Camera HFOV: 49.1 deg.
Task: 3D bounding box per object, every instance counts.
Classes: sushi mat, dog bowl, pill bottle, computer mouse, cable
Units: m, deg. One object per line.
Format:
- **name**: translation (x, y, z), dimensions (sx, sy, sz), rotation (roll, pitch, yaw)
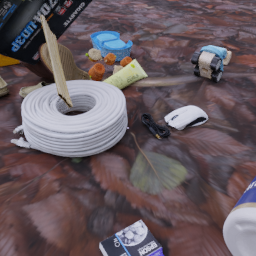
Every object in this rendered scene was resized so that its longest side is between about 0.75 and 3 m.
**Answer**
- **sushi mat**: translation (-1.744, -1.593, 6.843), dimensions (0.127, 1.005, 2.101), rotation (-16, 77, 1)
- **dog bowl**: translation (-0.772, -3.744, 12.755), dimensions (1.383, 0.615, 2.481), rotation (-19, 42, -23)
- **pill bottle**: translation (3.120, 1.377, 5.276), dimensions (1.563, 1.563, 2.814), rotation (28, 46, 32)
- **computer mouse**: translation (1.509, -0.314, 8.409), dimensions (2.045, 0.449, 1.121), rotation (-18, 40, -21)
- **cable**: translation (-1.488, -0.418, 8.050), dimensions (2.991, 1.036, 2.992), rotation (14, 40, 18)

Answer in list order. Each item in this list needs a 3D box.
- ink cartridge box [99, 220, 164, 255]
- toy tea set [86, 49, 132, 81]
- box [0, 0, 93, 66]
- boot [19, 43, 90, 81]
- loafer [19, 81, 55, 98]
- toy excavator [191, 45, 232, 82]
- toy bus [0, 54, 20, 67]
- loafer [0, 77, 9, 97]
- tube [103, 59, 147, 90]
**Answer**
- **ink cartridge box**: translation (0.112, 2.314, 5.183), dimensions (0.964, 0.211, 0.973), rotation (-21, 43, -26)
- **toy tea set**: translation (-0.729, -2.327, 10.905), dimensions (1.968, 0.728, 1.170), rotation (4, 68, -26)
- **box**: translation (-2.749, -3.195, 7.775), dimensions (2.310, 2.906, 0.669), rotation (8, 47, -60)
- **boot**: translation (-2.799, -2.098, 9.427), dimensions (2.274, 2.734, 0.989), rotation (11, 83, 20)
- **loafer**: translation (-3.020, -1.344, 9.702), dimensions (1.484, 0.507, 0.562), rotation (-2, 38, -3)
- **toy excavator**: translation (3.483, -2.718, 10.949), dimensions (1.007, 1.960, 2.015), rotation (26, 73, 31)
- **toy bus**: translation (-5.263, -3.188, 11.787), dimensions (2.833, 0.922, 1.109), rotation (-16, 39, -19)
- **loafer**: translation (-4.964, -1.711, 10.024), dimensions (0.784, 0.695, 2.062), rotation (-31, 47, -34)
- **tube**: translation (-0.129, -1.868, 10.322), dimensions (0.560, 0.626, 2.156), rotation (20, 40, 34)
